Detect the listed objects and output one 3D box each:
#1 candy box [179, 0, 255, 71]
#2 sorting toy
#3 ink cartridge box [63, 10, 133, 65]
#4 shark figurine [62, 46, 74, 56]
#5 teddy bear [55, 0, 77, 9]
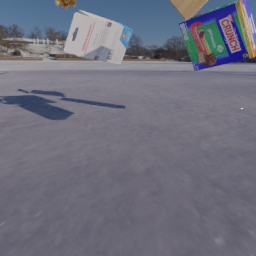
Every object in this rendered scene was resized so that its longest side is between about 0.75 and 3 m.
[{"bbox_3d":[2.510,-2.514,7.737,1.765,1.492,0.680,-6,27,42],"label":"candy box"},{"bbox_3d":[1.782,-4.170,8.506,1.306,1.298,0.454,-45,16,2],"label":"sorting toy"},{"bbox_3d":[-1.017,-2.798,8.638,2.118,1.227,0.707,2,32,-41],"label":"ink cartridge box"},{"bbox_3d":[-2.543,-3.469,12.252,0.619,0.886,1.482,7,43,-19],"label":"shark figurine"},{"bbox_3d":[-2.553,-5.149,11.256,0.330,0.717,0.989,-3,31,48],"label":"teddy bear"}]
